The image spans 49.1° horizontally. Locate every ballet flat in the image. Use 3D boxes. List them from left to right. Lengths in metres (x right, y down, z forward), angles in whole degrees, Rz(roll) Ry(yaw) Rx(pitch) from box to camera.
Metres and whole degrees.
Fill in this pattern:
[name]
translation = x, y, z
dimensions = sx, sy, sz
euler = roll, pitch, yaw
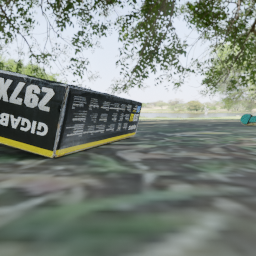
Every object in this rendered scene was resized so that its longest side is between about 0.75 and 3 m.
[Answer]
[ballet flat]
translation = 4.935, -0.254, 11.004
dimensions = 0.474, 0.513, 1.521
euler = 28, 4, -5

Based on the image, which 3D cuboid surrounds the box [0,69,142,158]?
[box]
translation = -1.166, -0.326, 3.677
dimensions = 2.156, 0.666, 2.700
euler = 15, 6, 14
